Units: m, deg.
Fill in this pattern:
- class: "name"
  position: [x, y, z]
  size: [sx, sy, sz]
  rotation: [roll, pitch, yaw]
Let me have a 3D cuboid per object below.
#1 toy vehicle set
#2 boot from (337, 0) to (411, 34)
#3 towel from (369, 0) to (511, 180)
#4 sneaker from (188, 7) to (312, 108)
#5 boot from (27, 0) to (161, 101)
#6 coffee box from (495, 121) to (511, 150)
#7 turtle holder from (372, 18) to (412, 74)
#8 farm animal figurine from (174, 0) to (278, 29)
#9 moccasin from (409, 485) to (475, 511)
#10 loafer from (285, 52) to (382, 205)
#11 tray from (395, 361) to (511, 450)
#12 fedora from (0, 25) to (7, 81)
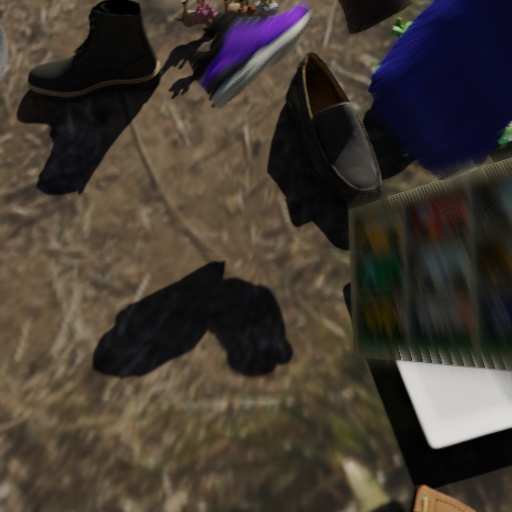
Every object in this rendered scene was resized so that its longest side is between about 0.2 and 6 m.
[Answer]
- class: "toy vehicle set"
  position: [1.682, 0.150, 4.855]
  size: [0.335, 2.528, 1.570]
  rotation: [1, 83, -25]
- class: "boot"
  position: [1.887, -4.216, 7.888]
  size: [1.914, 0.693, 1.592]
  rotation: [-24, 81, 19]
- class: "towel"
  position: [2.442, -2.261, 6.112]
  size: [2.641, 1.950, 0.654]
  rotation: [-51, 39, -3]
- class: "sneaker"
  position: [-0.126, -3.127, 7.997]
  size: [2.061, 0.717, 1.025]
  rotation: [-44, 95, -17]
- class: "boot"
  position: [-3.014, -3.721, 9.899]
  size: [2.412, 1.669, 0.934]
  rotation: [-12, 61, -6]
- class: "coffee box"
  position: [4.308, -2.283, 9.935]
  size: [0.522, 0.187, 0.848]
  rotation: [-17, 61, -9]
- class: "turtle holder"
  position: [2.822, -3.481, 10.155]
  size: [1.156, 1.628, 1.237]
  rotation: [24, 99, 4]
- class: "farm animal figurine"
  position: [-0.555, -4.674, 10.999]
  size: [1.579, 0.823, 1.562]
  rotation: [21, 50, 20]
- class: "moccasin"
  position: [1.479, 3.905, 5.905]
  size: [1.160, 1.099, 3.006]
  rotation: [26, 64, 17]
- class: "loafer"
  position: [1.263, -2.134, 9.355]
  size: [1.048, 1.041, 2.880]
  rotation: [-21, 63, -13]
- class: "tray"
  position: [2.591, 1.085, 7.945]
  size: [1.605, 0.331, 2.989]
  rotation: [-13, 61, -6]
- class: "fedora"
  position: [-5.369, -2.655, 9.453]
  size: [2.711, 1.384, 3.065]
  rotation: [17, 67, 11]
